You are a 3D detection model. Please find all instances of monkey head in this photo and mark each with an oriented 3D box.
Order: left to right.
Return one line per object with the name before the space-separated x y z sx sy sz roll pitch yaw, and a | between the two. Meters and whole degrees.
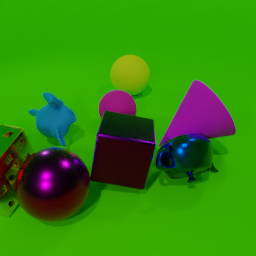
monkey head | -1.736 -0.257 6.287 1.430 1.029 0.862 37 80 30

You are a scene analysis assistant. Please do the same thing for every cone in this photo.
cone | 1.212 -0.026 5.856 1.401 1.396 1.396 -35 37 1

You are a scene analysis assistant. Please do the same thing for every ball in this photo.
ball | -1.224 0.920 4.621 1.203 1.203 1.203 0 32 0
ball | -0.262 -0.478 7.087 0.965 0.965 0.965 0 32 0
ball | 0.067 -1.644 8.734 1.234 1.234 1.234 0 32 0

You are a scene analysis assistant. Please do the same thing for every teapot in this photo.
teapot | 1.149 0.620 5.317 1.714 1.065 0.839 5 64 -38

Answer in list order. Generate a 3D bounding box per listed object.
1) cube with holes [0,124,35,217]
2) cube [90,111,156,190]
cube with holes | -2.401 0.675 4.883 1.088 1.088 1.088 10 46 16
cube | -0.085 0.390 5.242 1.001 1.001 1.001 11 27 -2
